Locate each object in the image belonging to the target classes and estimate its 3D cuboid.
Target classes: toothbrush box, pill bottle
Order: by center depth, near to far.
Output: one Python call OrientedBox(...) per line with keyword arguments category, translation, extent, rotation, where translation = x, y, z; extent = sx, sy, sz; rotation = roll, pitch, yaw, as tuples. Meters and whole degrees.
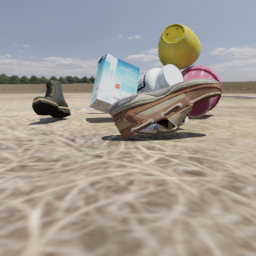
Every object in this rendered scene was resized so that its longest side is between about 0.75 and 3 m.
OrientedBox(category="toothbrush box", translation=(-0.468, -1.505, 10.318), extent=(1.445, 1.974, 0.842), rotation=(20, -26, -21))
OrientedBox(category="pill bottle", translation=(0.965, -1.557, 11.398), extent=(1.413, 1.413, 2.544), rotation=(-7, -11, -40))

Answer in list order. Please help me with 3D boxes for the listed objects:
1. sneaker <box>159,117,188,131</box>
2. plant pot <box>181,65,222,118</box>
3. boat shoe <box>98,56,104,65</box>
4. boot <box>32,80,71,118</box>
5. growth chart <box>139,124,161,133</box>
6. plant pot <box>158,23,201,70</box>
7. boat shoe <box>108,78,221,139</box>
OrientedBox(category="sneaker", translation=(1.251, -0.096, 8.071), extent=(1.053, 0.402, 0.424), rotation=(-15, -16, -29))
OrientedBox(category="plant pot", translation=(2.746, -1.353, 11.449), extent=(2.087, 2.087, 1.868), rotation=(3, 24, 18))
OrientedBox(category="boat shoe", translation=(-0.958, -2.311, 12.560), extent=(0.664, 1.849, 0.625), rotation=(-8, 2, -37))
OrientedBox(category="boot", translation=(-2.887, -1.192, 10.074), extent=(0.806, 1.440, 2.082), rotation=(-18, -11, 8))
OrientedBox(category="growth chart", translation=(0.734, -0.230, 7.903), extent=(1.073, 0.131, 1.483), rotation=(7, 31, 34))
OrientedBox(category="plant pot", translation=(2.004, -3.503, 11.528), extent=(1.834, 1.834, 1.302), rotation=(3, -16, 22))
OrientedBox(category="boat shoe", translation=(0.993, -0.456, 6.946), extent=(2.882, 1.034, 1.091), rotation=(-16, -5, -8))
